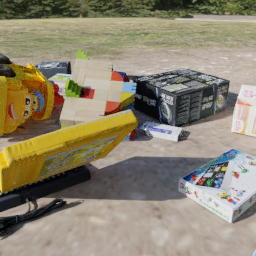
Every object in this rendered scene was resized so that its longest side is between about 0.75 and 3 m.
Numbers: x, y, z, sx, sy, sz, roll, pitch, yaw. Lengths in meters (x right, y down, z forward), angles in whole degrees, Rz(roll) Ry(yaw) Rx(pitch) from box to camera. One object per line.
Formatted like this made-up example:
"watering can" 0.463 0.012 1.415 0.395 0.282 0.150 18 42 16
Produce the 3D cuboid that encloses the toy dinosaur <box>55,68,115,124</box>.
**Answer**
"toy dinosaur" -1.190 -0.774 9.073 2.767 1.065 1.415 -41 43 -19

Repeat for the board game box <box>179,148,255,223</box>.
"board game box" 2.144 1.071 5.801 1.928 0.334 1.217 -21 32 -34

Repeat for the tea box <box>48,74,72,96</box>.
"tea box" -2.550 -1.726 11.205 0.954 0.638 0.939 6 28 11

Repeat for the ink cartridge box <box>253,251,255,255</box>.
"ink cartridge box" 2.303 2.144 2.204 2.750 1.593 0.917 22 34 38

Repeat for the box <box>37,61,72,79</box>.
"box" -3.255 -2.433 12.471 1.341 0.831 1.318 -2 28 -5

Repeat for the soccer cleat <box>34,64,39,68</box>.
"soccer cleat" -4.771 -2.595 13.244 1.951 0.631 0.816 -13 1 -17

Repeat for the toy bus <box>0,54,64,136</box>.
"toy bus" -3.234 -1.010 8.691 2.803 1.981 2.920 2 23 -34

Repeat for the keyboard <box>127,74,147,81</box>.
"keyboard" 0.696 -2.407 13.002 1.573 0.312 0.819 3 26 8

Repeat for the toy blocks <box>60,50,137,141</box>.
"toy blocks" -0.655 -0.836 7.933 1.990 1.454 2.911 6 57 0

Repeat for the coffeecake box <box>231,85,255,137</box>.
"coffeecake box" 4.524 -0.419 8.180 2.592 0.947 1.990 11 28 22

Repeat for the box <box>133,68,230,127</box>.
"box" 1.756 -1.126 9.453 2.532 1.091 2.074 -18 31 -32

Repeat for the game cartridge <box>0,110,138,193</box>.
"game cartridge" -1.145 0.475 5.024 2.237 1.972 0.363 -20 77 -29

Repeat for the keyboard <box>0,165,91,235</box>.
"keyboard" -2.044 1.265 5.531 2.742 0.282 1.742 -16 30 -28

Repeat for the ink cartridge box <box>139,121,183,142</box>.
"ink cartridge box" 0.937 0.083 8.011 1.153 0.214 0.546 13 30 20
